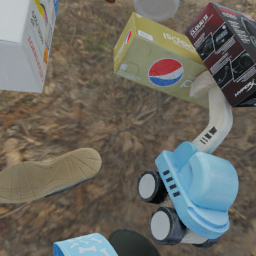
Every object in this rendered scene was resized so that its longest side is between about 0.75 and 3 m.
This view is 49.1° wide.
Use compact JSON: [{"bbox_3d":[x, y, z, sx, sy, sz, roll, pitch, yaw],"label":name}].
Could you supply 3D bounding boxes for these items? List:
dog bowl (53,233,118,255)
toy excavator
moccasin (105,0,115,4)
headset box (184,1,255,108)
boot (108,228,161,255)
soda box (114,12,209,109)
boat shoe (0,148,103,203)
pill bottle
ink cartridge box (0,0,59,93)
[{"bbox_3d":[-0.417,2.507,3.881,0.600,2.421,1.349,-18,29,-29],"label":"dog bowl"},{"bbox_3d":[1.413,0.562,5.305,1.323,2.650,2.576,21,32,-33],"label":"toy excavator"},{"bbox_3d":[-0.041,-4.204,7.235,0.849,0.804,2.199,23,77,-19],"label":"moccasin"},{"bbox_3d":[2.070,-1.380,5.177,1.470,0.763,1.976,-4,61,-39],"label":"headset box"},{"bbox_3d":[0.348,2.800,5.214,2.058,1.792,0.712,40,62,11],"label":"boot"},{"bbox_3d":[1.199,-1.317,6.137,2.932,0.993,0.939,17,45,-21],"label":"soda box"},{"bbox_3d":[-1.677,1.078,6.008,2.403,0.779,0.864,-18,67,0],"label":"boat shoe"},{"bbox_3d":[0.825,-4.070,7.536,1.196,1.196,2.068,6,71,3],"label":"pill bottle"},{"bbox_3d":[-2.677,-2.376,5.761,1.955,1.989,2.702,5,71,-5],"label":"ink cartridge box"}]
